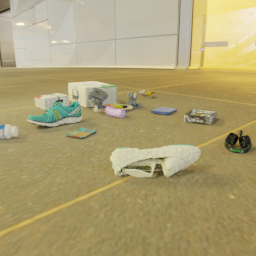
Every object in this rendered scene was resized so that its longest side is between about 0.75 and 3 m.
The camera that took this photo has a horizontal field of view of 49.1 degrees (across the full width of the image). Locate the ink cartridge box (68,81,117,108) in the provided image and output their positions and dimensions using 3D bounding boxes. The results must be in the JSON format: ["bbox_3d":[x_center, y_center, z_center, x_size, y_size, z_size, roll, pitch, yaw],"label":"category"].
[{"bbox_3d":[-2.175,-2.088,16.762,1.979,1.191,2.723,-9,20,-31],"label":"ink cartridge box"}]

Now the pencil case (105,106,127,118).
[{"bbox_3d":[-0.610,-0.775,13.560,1.066,0.456,0.447,11,33,35],"label":"pencil case"}]

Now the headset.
[{"bbox_3d":[3.729,0.495,9.465,0.827,0.629,1.339,12,35,23],"label":"headset"}]

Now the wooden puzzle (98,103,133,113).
[{"bbox_3d":[-0.766,-1.102,14.925,1.458,0.294,1.576,12,21,39],"label":"wooden puzzle"}]

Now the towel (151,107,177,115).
[{"bbox_3d":[1.876,-0.886,14.516,0.977,0.161,1.349,10,17,29],"label":"towel"}]

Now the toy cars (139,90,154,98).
[{"bbox_3d":[1.246,-2.325,19.061,0.811,0.401,1.810,0,12,-22],"label":"toy cars"}]

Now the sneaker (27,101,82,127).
[{"bbox_3d":[-3.167,-0.646,12.172,2.492,0.992,0.966,-14,21,-39],"label":"sneaker"}]

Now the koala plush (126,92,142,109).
[{"bbox_3d":[0.257,-1.557,15.494,0.801,0.872,0.773,-12,21,-32],"label":"koala plush"}]

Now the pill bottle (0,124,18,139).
[{"bbox_3d":[-4.605,0.131,10.341,0.943,0.529,0.529,-1,16,-4],"label":"pill bottle"}]

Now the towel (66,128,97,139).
[{"bbox_3d":[-1.794,0.199,10.839,0.777,0.115,1.059,7,18,26],"label":"towel"}]

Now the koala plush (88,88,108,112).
[{"bbox_3d":[-1.510,-1.365,14.229,0.935,1.018,0.902,16,33,8],"label":"koala plush"}]

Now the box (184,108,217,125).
[{"bbox_3d":[3.348,-0.538,12.890,1.158,0.366,1.469,10,18,28],"label":"box"}]

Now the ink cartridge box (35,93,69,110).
[{"bbox_3d":[-4.252,-1.500,15.705,1.114,0.647,1.544,15,22,42],"label":"ink cartridge box"}]

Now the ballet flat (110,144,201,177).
[{"bbox_3d":[0.737,0.961,7.419,2.426,0.871,0.871,-3,16,1],"label":"ballet flat"}]
